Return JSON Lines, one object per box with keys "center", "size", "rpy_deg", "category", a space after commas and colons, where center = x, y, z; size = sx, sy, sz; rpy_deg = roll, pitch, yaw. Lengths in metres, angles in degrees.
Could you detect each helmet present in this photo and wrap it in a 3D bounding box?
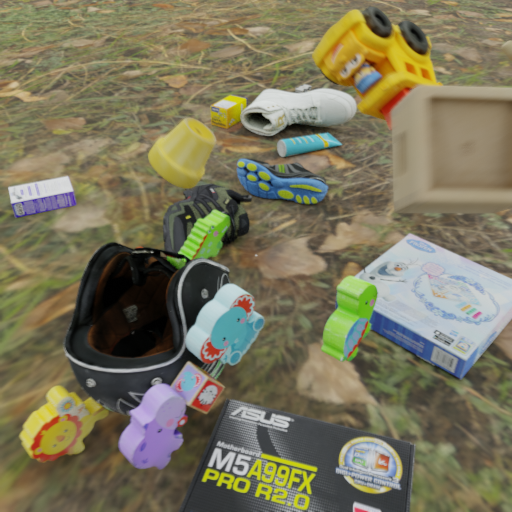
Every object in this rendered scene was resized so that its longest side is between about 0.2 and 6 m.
{"center": [-1.498, 1.120, 8.179], "size": [2.462, 2.347, 2.462], "rpy_deg": [12, -6, 1], "category": "helmet"}

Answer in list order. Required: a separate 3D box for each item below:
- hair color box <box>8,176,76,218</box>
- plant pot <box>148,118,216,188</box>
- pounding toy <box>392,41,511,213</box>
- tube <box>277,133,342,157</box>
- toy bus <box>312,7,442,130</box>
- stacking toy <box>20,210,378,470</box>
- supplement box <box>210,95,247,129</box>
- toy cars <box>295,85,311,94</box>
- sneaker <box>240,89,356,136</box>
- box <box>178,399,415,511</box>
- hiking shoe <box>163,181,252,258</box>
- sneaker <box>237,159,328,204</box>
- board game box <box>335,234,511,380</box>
{"center": [-4.994, -1.386, 13.086], "size": [1.380, 0.447, 0.755], "rpy_deg": [-13, 40, -20], "category": "hair color box"}
{"center": [-1.287, -1.940, 10.255], "size": [1.046, 0.984, 1.046], "rpy_deg": [30, 30, -20], "category": "plant pot"}
{"center": [3.743, -2.000, 9.055], "size": [2.864, 2.516, 1.311], "rpy_deg": [0, -5, -6], "category": "pounding toy"}
{"center": [1.444, -3.074, 15.383], "size": [1.796, 0.453, 0.696], "rpy_deg": [-16, 51, -27], "category": "tube"}
{"center": [2.588, -3.522, 11.410], "size": [2.400, 1.629, 2.304], "rpy_deg": [4, 63, -35], "category": "toy bus"}
{"center": [-0.822, 1.456, 6.991], "size": [3.188, 0.993, 4.228], "rpy_deg": [26, 77, 41], "category": "stacking toy"}
{"center": [-0.803, -4.343, 16.839], "size": [0.606, 0.610, 1.113], "rpy_deg": [21, 41, 26], "category": "supplement box"}
{"center": [1.616, -5.284, 18.358], "size": [0.622, 0.307, 1.387], "rpy_deg": [-2, 34, -8], "category": "toy cars"}
{"center": [1.125, -3.974, 16.039], "size": [3.146, 1.159, 1.818], "rpy_deg": [9, 39, 27], "category": "sneaker"}
{"center": [0.538, 3.077, 7.063], "size": [2.677, 0.593, 2.145], "rpy_deg": [11, 38, 14], "category": "box"}
{"center": [-0.941, -0.686, 11.564], "size": [1.526, 1.148, 3.032], "rpy_deg": [3, 36, 9], "category": "hiking shoe"}
{"center": [0.612, -1.827, 13.478], "size": [2.286, 0.810, 0.947], "rpy_deg": [15, 31, 12], "category": "sneaker"}
{"center": [3.178, 0.765, 10.152], "size": [2.493, 0.541, 2.481], "rpy_deg": [30, 46, 33], "category": "board game box"}
